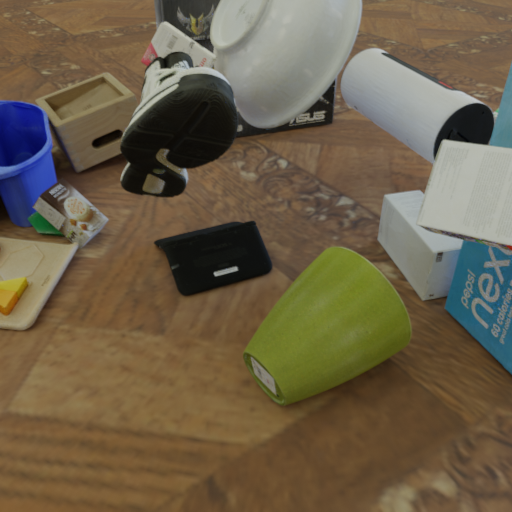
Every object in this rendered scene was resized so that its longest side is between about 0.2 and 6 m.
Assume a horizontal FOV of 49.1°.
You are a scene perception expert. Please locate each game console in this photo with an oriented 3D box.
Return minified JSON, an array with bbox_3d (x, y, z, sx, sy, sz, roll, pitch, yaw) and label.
[{"bbox_3d":[-0.723,-0.010,9.110,1.554,0.904,1.366,-15,70,-19],"label":"game console"}]

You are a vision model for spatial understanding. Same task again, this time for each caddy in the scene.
[{"bbox_3d":[-4.925,-1.834,10.195,2.384,1.770,3.372,-12,38,-17],"label":"caddy"}]

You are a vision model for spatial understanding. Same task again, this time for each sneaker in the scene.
[{"bbox_3d":[-0.922,-1.692,5.966,1.008,2.671,1.537,6,78,-22],"label":"sneaker"}]

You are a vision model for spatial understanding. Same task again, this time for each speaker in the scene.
[{"bbox_3d":[2.636,-2.549,9.560,1.178,1.178,2.901,-14,39,-17],"label":"speaker"}]

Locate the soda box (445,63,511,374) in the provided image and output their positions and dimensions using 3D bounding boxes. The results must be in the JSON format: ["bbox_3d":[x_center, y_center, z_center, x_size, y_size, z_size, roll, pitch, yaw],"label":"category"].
[{"bbox_3d":[3.666,-0.810,6.438,1.474,4.593,1.558,-13,38,-16],"label":"soda box"}]

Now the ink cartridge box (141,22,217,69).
[{"bbox_3d":[-1.065,-2.748,7.832,0.856,0.624,0.363,32,22,-11],"label":"ink cartridge box"}]

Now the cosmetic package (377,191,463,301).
[{"bbox_3d":[2.565,-0.203,8.718,0.679,0.945,1.674,-10,40,-12],"label":"cosmetic package"}]

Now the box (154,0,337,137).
[{"bbox_3d":[-0.124,-4.258,12.310,3.917,3.102,0.947,-11,39,-15],"label":"box"}]

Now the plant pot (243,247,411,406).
[{"bbox_3d":[0.722,0.994,6.841,1.682,1.574,1.574,-35,48,-21],"label":"plant pot"}]

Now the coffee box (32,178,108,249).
[{"bbox_3d":[-3.094,-0.708,9.363,1.034,0.412,0.591,43,40,-10],"label":"coffee box"}]

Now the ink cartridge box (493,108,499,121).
[{"bbox_3d":[6.103,-3.308,13.474,0.775,0.194,0.623,24,44,31],"label":"ink cartridge box"}]

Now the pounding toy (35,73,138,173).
[{"bbox_3d":[-3.131,-2.717,11.885,2.148,1.527,1.978,-28,43,-17],"label":"pounding toy"}]

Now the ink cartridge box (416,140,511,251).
[{"bbox_3d":[2.548,-0.525,5.463,1.720,0.937,0.433,18,1,36],"label":"ink cartridge box"}]

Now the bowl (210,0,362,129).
[{"bbox_3d":[0.152,-3.254,8.064,1.156,2.573,2.573,21,22,-38],"label":"bowl"}]

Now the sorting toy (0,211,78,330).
[{"bbox_3d":[-3.994,-0.011,8.876,2.134,0.425,2.887,3,37,4],"label":"sorting toy"}]
